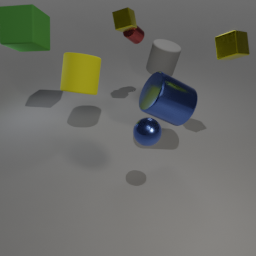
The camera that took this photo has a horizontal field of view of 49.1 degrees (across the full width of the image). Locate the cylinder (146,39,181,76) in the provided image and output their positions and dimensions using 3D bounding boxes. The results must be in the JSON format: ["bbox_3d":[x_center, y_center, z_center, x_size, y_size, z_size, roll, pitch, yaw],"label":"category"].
[{"bbox_3d":[1.714,-3.382,13.623,1.400,1.400,1.400,10,38,-8],"label":"cylinder"}]

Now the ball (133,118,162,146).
[{"bbox_3d":[0.472,0.095,6.825,0.700,0.700,0.700,0,31,0],"label":"ball"}]

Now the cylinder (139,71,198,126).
[{"bbox_3d":[1.298,-0.942,9.193,1.400,1.400,1.400,22,23,-24],"label":"cylinder"}]

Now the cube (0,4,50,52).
[{"bbox_3d":[-4.002,-3.856,10.991,1.400,1.400,1.400,1,3,11],"label":"cube"}]

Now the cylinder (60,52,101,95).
[{"bbox_3d":[-1.787,-2.032,10.616,1.400,1.400,1.400,7,7,-1],"label":"cylinder"}]

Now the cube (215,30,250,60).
[{"bbox_3d":[3.163,-2.493,8.514,0.700,0.700,0.700,-9,2,-38],"label":"cube"}]

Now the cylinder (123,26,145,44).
[{"bbox_3d":[0.256,-4.174,12.346,0.700,0.700,0.700,28,6,38],"label":"cylinder"}]

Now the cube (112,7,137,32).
[{"bbox_3d":[-0.124,-4.290,11.148,0.700,0.700,0.700,-8,8,22],"label":"cube"}]
